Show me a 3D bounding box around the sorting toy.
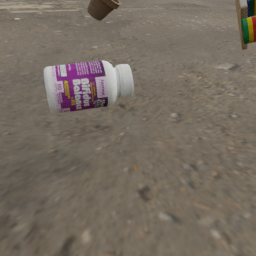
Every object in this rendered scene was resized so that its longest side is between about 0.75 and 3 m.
[{"bbox_3d":[2.370,-2.488,5.516,0.427,1.216,2.523,-7,65,20],"label":"sorting toy"}]

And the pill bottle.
[{"bbox_3d":[-0.558,-0.615,4.077,1.205,0.677,0.677,-9,33,-11],"label":"pill bottle"}]

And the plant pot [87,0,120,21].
[{"bbox_3d":[-0.778,-3.586,8.153,0.875,0.763,0.875,32,30,-21],"label":"plant pot"}]
